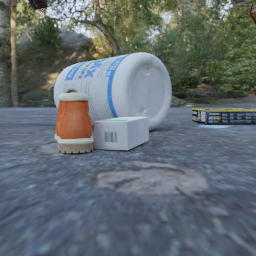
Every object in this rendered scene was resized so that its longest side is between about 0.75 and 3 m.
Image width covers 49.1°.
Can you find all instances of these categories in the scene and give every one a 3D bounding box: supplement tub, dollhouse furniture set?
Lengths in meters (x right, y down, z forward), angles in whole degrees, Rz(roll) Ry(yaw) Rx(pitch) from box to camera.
[{"bbox_3d":[-0.473,-0.919,7.528,2.887,1.904,1.904,5,7,44],"label":"supplement tub"},{"bbox_3d":[2.633,-3.251,6.383,0.775,1.025,1.906,-8,-41,48],"label":"dollhouse furniture set"}]

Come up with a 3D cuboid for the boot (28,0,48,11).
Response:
[{"bbox_3d":[-2.385,-3.897,7.373,0.399,1.159,1.243,31,-16,44],"label":"boot"}]

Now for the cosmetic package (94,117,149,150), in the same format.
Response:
[{"bbox_3d":[-0.072,0.067,4.540,0.571,0.450,1.061,0,6,19],"label":"cosmetic package"}]

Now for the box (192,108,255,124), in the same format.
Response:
[{"bbox_3d":[3.498,-0.425,9.744,2.161,0.533,1.726,0,4,-1],"label":"box"}]

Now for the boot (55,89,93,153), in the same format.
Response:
[{"bbox_3d":[-0.872,-0.161,4.573,0.648,0.926,1.726,-3,4,-16],"label":"boot"}]
